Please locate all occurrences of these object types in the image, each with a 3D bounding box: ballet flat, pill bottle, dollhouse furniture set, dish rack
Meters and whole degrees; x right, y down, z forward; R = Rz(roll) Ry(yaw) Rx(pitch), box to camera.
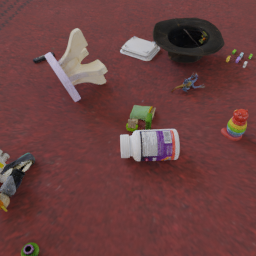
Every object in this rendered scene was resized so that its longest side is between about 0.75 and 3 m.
[{"bbox_3d":[-3.156,1.150,7.763,1.279,0.467,0.467,-32,55,-29],"label":"ballet flat"},{"bbox_3d":[0.595,0.498,8.025,1.607,0.895,0.895,-2,48,-2],"label":"pill bottle"},{"bbox_3d":[0.439,-0.476,9.113,0.781,0.598,1.192,10,49,9],"label":"dollhouse furniture set"},{"bbox_3d":[0.526,-3.473,12.043,1.478,0.322,1.269,22,52,20],"label":"dish rack"}]

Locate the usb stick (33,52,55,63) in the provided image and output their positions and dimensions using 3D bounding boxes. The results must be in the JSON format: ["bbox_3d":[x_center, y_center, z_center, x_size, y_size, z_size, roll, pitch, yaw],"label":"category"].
[{"bbox_3d":[-3.501,-2.941,11.660,0.927,0.151,0.257,-29,54,-24],"label":"usb stick"}]

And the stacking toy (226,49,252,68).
[{"bbox_3d":[4.621,-2.929,11.590,0.790,0.246,1.047,27,52,22],"label":"stacking toy"}]

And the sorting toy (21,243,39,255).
[{"bbox_3d":[-2.234,2.905,6.222,0.481,0.329,0.801,2,47,3],"label":"sorting toy"}]

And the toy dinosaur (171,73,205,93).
[{"bbox_3d":[2.228,-1.725,10.341,1.144,0.601,1.038,-4,18,24],"label":"toy dinosaur"}]

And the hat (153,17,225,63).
[{"bbox_3d":[2.331,-3.362,11.366,2.874,1.159,2.874,3,53,-4],"label":"hat"}]

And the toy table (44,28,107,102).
[{"bbox_3d":[-1.775,-2.079,9.712,1.447,2.272,2.471,-34,57,-7],"label":"toy table"}]

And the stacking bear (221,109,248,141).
[{"bbox_3d":[3.335,-0.155,8.525,0.629,1.036,0.589,-17,50,-15],"label":"stacking bear"}]

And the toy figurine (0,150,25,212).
[{"bbox_3d":[-3.646,1.192,6.855,1.737,1.765,1.228,17,59,12],"label":"toy figurine"}]
